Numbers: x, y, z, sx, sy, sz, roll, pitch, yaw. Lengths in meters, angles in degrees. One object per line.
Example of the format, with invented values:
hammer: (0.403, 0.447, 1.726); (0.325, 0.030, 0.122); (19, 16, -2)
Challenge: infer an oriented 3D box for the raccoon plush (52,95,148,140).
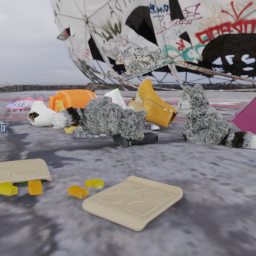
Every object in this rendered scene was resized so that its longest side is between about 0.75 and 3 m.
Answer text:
raccoon plush: (-0.593, -0.027, 7.447); (1.582, 1.143, 2.362); (19, 32, 35)

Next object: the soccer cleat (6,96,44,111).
soccer cleat: (-6.526, -1.554, 17.804); (2.269, 0.868, 0.757); (-4, 10, -25)

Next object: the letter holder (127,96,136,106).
letter holder: (0.565, -1.544, 17.289); (0.722, 1.021, 1.437); (-5, 11, -28)

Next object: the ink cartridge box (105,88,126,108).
ink cartridge box: (-0.625, -1.060, 12.980); (0.690, 1.195, 1.642); (-20, 13, 11)

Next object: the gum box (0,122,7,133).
gum box: (-5.485, -0.008, 10.222); (1.636, 0.364, 1.390); (-8, 13, -40)

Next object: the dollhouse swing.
dollhouse swing: (-2.044, -0.470, 10.700); (1.164, 1.126, 1.281); (-2, 9, -9)

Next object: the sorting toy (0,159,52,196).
sorting toy: (-2.154, 0.932, 5.213); (1.388, 0.249, 1.863); (1, 9, -22)

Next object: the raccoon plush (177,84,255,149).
raccoon plush: (2.734, -0.439, 8.508); (2.657, 1.780, 1.285); (4, 11, 23)

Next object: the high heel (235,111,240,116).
high heel: (5.645, -0.545, 12.680); (1.632, 0.550, 0.785); (-1, -2, -25)

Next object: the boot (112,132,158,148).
boot: (0.202, 0.241, 8.492); (1.167, 0.383, 0.962); (-10, 30, -27)

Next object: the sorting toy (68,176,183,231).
sorting toy: (-0.105, 1.085, 4.397); (1.602, 0.214, 1.193); (7, 16, 37)

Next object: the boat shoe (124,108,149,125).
boat shoe: (-0.205, -0.459, 11.586); (2.251, 0.797, 0.780); (2, 10, 1)

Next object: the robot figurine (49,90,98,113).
robot figurine: (-2.448, -1.081, 13.186); (2.541, 1.482, 1.828); (-9, -11, -43)

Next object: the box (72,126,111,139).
box: (-1.193, 0.129, 9.625); (1.219, 0.299, 0.983); (1, 8, 5)

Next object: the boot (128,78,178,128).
boot: (1.164, -0.996, 11.403); (1.867, 0.917, 2.607); (21, 41, 7)

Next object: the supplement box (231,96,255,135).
supplement box: (4.385, -0.490, 8.899); (1.131, 1.434, 2.191); (48, 30, 16)

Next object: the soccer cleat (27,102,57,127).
soccer cleat: (-3.972, -0.617, 12.326); (1.049, 0.937, 2.705); (-9, 16, -32)

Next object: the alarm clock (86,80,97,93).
alarm clock: (-1.907, -1.969, 14.066); (0.531, 0.788, 0.262); (45, 21, 21)

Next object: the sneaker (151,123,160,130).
sneaker: (1.055, -0.082, 10.842); (0.311, 0.314, 0.866); (1, 11, -1)
